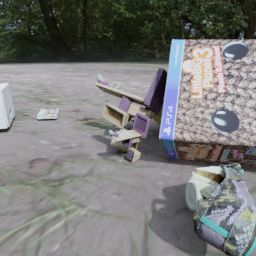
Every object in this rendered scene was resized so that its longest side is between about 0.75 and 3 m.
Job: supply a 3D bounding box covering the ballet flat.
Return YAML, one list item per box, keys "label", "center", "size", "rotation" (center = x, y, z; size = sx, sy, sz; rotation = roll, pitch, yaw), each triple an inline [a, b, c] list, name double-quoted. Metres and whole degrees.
- label: "ballet flat"
  center: [1.199, 0.858, 3.807]
  size: [0.842, 0.842, 2.340]
  rotation: [5, 5, 16]

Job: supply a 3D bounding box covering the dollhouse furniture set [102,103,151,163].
- label: "dollhouse furniture set"
  center: [-0.380, 0.072, 6.217]
  size: [0.935, 1.044, 1.318]
  rotation: [-9, 31, -44]

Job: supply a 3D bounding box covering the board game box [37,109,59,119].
- label: "board game box"
  center: [-2.879, -0.521, 10.179]
  size: [0.653, 0.179, 1.034]
  rotation: [-3, 15, -9]

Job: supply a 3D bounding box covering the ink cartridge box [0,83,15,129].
- label: "ink cartridge box"
  center: [-5.262, -0.617, 8.725]
  size: [2.945, 1.261, 2.174]
  rotation: [-8, 17, -15]

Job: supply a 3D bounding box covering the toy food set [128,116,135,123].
- label: "toy food set"
  center: [0.127, -0.356, 8.470]
  size: [0.831, 0.206, 1.308]
  rotation: [14, -18, 12]

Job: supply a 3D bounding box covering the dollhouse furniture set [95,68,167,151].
- label: "dollhouse furniture set"
  center: [0.111, -0.409, 8.060]
  size: [1.945, 2.171, 2.740]
  rotation: [21, -5, 26]

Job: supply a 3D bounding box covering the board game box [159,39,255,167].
- label: "board game box"
  center: [2.293, -0.512, 5.911]
  size: [2.914, 2.323, 1.411]
  rotation: [4, -20, 15]
